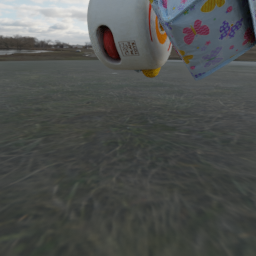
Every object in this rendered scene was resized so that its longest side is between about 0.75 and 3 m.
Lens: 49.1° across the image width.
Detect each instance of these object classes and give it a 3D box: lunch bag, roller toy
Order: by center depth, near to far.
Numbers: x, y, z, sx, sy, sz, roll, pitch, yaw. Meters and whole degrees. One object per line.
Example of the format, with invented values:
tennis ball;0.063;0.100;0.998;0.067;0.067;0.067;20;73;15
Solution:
lunch bag;2.148;-2.734;6.247;2.732;2.316;1.737;-32;54;12
roller toy;0.237;-2.867;7.849;1.896;2.713;2.475;6;5;27

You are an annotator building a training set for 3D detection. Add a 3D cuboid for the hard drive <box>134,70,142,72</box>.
hard drive;0.167;-3.554;9.866;1.855;2.658;0.437;36;42;14
